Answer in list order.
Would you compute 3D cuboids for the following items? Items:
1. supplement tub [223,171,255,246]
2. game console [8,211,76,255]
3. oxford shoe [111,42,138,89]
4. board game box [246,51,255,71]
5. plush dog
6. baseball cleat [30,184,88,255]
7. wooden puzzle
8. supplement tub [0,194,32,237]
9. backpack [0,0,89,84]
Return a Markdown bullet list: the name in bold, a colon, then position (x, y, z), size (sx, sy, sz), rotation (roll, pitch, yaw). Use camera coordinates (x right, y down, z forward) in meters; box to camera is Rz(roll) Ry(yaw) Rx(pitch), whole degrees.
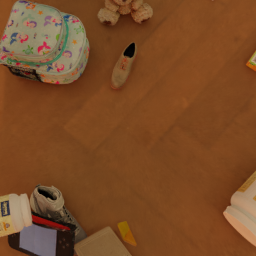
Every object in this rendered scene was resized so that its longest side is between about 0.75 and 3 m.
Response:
- **supplement tub**: position (3.994, 2.062, 7.824), size (2.313, 1.670, 1.670), rotation (-43, 81, -8)
- **game console**: position (-2.647, 2.832, 7.296), size (2.227, 1.322, 1.919), rotation (10, 101, 22)
- **oxford shoe**: position (-0.162, -2.095, 9.271), size (0.590, 0.627, 1.676), rotation (20, 78, 4)
- **board game box**: position (5.431, -1.920, 9.377), size (2.603, 0.390, 1.243), rotation (36, 81, 10)
- **plush dog**: position (-0.124, -4.461, 9.269), size (1.905, 1.636, 1.529), rotation (-3, 78, -1)
- **baseball cleat**: position (-1.915, 2.586, 7.929), size (2.352, 1.252, 0.820), rotation (41, 46, 8)
- **wooden puzzle**: position (-0.668, 3.399, 7.626), size (2.076, 0.243, 1.401), rotation (-13, 37, -28)
- **supplement tub**: position (-2.530, 1.763, 5.595), size (1.065, 0.772, 0.772), rotation (-11, 78, -17)
- **backpack**: position (-2.544, -2.626, 8.826), size (2.558, 1.926, 2.271), rotation (15, 79, -2)
